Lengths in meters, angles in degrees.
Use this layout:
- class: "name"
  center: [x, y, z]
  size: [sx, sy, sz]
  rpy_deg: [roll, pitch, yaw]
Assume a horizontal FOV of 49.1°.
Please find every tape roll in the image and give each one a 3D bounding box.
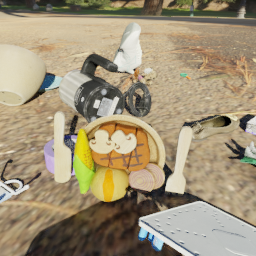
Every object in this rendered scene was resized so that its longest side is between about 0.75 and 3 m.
- class: "tape roll"
  center: [-1.346, 0.599, 6.360]
  size: [1.050, 0.446, 1.050]
  rpy_deg: [0, 25, 0]

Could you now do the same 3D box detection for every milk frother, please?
- class: "milk frother"
  center: [-0.674, -1.002, 8.803]
  size: [2.186, 1.973, 2.056]
  rpy_deg: [35, 0, -40]

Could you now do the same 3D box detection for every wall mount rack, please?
- class: "wall mount rack"
  center: [-2.454, 1.213, 5.037]
  size: [1.187, 0.510, 1.367]
  rpy_deg: [18, 32, 32]

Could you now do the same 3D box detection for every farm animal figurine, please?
- class: "farm animal figurine"
  center: [0.762, -2.005, 11.228]
  size: [1.007, 0.531, 1.018]
  rpy_deg: [-18, -18, 38]

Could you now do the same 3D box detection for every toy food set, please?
- class: "toy food set"
  center: [-0.150, 0.598, 4.924]
  size: [2.499, 1.725, 0.502]
  rpy_deg: [5, 26, 2]

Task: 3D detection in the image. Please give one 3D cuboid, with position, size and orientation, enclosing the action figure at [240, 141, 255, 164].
- class: "action figure"
  center: [3.450, 0.793, 5.989]
  size: [1.784, 0.488, 1.053]
  rpy_deg: [22, 30, 31]

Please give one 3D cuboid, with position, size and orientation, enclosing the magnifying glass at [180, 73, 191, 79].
- class: "magnifying glass"
  center: [2.655, -2.381, 12.834]
  size: [0.328, 0.092, 0.824]
  rpy_deg: [-6, 28, -13]

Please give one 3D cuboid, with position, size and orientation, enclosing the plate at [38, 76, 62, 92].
- class: "plate"
  center: [-3.496, -1.784, 11.454]
  size: [1.863, 0.238, 1.863]
  rpy_deg: [0, 27, 0]

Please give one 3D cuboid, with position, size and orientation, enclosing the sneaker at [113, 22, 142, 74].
- class: "sneaker"
  center: [0.152, -3.353, 12.024]
  size: [1.192, 2.974, 1.046]
  rpy_deg: [19, 67, -8]

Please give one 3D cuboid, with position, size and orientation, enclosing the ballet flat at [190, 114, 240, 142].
- class: "ballet flat"
  center: [2.414, -0.099, 7.764]
  size: [1.952, 0.452, 0.658]
  rpy_deg: [-16, 30, -29]

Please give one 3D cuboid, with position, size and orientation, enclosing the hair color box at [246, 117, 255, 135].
- class: "hair color box"
  center: [3.800, -0.093, 7.923]
  size: [0.530, 0.314, 0.970]
  rpy_deg: [24, 33, 39]

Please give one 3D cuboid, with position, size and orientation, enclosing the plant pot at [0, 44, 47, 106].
- class: "plant pot"
  center: [-3.886, -1.563, 9.447]
  size: [2.065, 2.065, 1.386]
  rpy_deg: [0, 64, -1]

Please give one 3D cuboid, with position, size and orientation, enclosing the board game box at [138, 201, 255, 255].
- class: "board game box"
  center: [1.395, 1.612, 3.646]
  size: [1.976, 0.256, 1.976]
  rpy_deg: [21, 8, 37]
